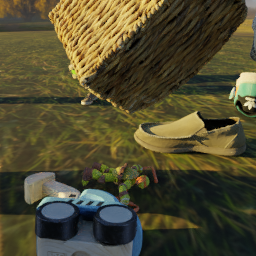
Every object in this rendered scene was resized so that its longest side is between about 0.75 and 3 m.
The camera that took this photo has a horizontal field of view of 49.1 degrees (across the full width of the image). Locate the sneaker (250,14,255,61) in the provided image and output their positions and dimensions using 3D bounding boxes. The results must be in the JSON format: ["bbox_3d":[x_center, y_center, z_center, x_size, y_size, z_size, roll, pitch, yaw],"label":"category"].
[{"bbox_3d":[2.351,-1.978,4.448,0.742,0.782,1.942,24,69,-3],"label":"sneaker"}]

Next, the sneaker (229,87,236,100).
[{"bbox_3d":[4.096,-1.244,10.573,0.430,0.365,0.942,23,33,13],"label":"sneaker"}]

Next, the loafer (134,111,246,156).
[{"bbox_3d":[1.469,0.053,6.707,2.630,0.887,1.000,3,23,6],"label":"loafer"}]

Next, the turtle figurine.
[{"bbox_3d":[-0.161,0.934,5.125,1.280,0.511,1.587,7,24,15],"label":"turtle figurine"}]

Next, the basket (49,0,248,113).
[{"bbox_3d":[0.334,-1.891,4.930,1.943,2.722,2.028,24,31,-51],"label":"basket"}]

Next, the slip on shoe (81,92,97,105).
[{"bbox_3d":[-1.397,-1.102,10.170,0.378,0.302,0.995,9,25,19],"label":"slip on shoe"}]

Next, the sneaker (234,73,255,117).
[{"bbox_3d":[3.928,-0.962,9.057,1.066,1.194,2.988,13,5,24],"label":"sneaker"}]

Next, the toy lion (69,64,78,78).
[{"bbox_3d":[-1.551,-2.970,13.345,1.896,0.679,1.978,-39,40,-26],"label":"toy lion"}]

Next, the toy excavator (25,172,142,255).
[{"bbox_3d":[-0.789,1.264,4.022,2.011,1.033,2.068,4,11,4],"label":"toy excavator"}]
